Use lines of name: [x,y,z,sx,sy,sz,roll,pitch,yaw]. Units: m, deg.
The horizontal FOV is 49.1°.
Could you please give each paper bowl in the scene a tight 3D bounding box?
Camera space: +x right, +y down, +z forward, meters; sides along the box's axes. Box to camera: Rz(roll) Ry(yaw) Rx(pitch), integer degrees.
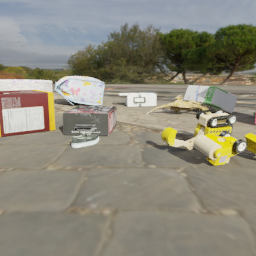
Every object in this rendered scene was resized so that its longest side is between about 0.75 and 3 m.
paper bowl: [-5.494,-1.772,14.774,2.962,1.540,2.962,1,10,0]

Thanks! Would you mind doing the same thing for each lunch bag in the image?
lunch bag: [-3.007,-2.291,17.058,2.808,1.785,2.381,7,10,-16]

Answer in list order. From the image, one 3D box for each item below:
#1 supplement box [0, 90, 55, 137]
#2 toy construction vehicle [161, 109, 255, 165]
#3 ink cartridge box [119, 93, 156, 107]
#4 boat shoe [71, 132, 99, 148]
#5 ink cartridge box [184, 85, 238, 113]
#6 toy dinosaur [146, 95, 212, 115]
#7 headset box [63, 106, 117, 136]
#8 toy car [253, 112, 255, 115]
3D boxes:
supplement box: [-3.768,-0.584,9.480,1.943,1.290,1.916,-8,14,-35]
toy construction vehicle: [2.331,0.332,6.539,2.472,0.870,2.152,-9,25,-26]
ink cartridge box: [0.521,-1.668,16.449,2.103,0.713,1.220,-1,11,-6]
boat shoe: [-1.116,0.279,7.535,0.358,0.352,0.993,7,13,30]
ink cartridge box: [4.037,-1.457,13.889,1.516,0.879,2.093,17,2,-27]
toy dinosaur: [2.352,-1.056,13.048,2.976,0.866,1.505,2,13,8]
headset box: [-1.218,-0.263,9.260,1.463,0.739,1.969,1,11,5]
toy car: [5.800,-0.524,11.964,0.994,0.222,0.935,-7,13,-34]
